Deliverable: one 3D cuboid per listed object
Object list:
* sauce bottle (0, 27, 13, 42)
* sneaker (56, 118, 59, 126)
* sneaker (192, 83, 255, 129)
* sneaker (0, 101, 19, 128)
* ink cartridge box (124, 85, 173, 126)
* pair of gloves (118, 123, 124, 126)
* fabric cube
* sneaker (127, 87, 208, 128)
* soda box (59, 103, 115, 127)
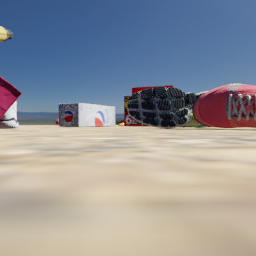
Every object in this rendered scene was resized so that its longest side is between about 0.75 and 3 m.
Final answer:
[{"bbox_3d":[-3.731,-2.693,8.056,0.457,0.457,1.413,0,15,1],"label":"sauce bottle"},{"bbox_3d":[-3.045,-0.284,14.322,1.265,0.510,0.472,-7,17,-10],"label":"sneaker"},{"bbox_3d":[2.855,-0.506,5.969,2.977,1.097,1.291,0,3,20],"label":"sneaker"},{"bbox_3d":[-3.432,-0.475,7.949,0.630,0.963,1.676,0,1,-23],"label":"sneaker"},{"bbox_3d":[1.033,-1.103,13.898,2.345,2.059,0.983,0,0,24],"label":"ink cartridge box"},{"bbox_3d":[0.965,-0.265,17.083,2.607,0.322,2.323,-2,2,-38],"label":"pair of gloves"},{"bbox_3d":[-3.299,-0.707,6.427,1.105,1.084,1.101,43,-18,-23],"label":"fabric cube"},{"bbox_3d":[1.358,-0.341,7.412,2.859,1.108,1.139,4,-20,-8],"label":"sneaker"},{"bbox_3d":[-1.657,-0.521,12.102,1.017,0.945,2.979,0,1,25],"label":"soda box"}]
